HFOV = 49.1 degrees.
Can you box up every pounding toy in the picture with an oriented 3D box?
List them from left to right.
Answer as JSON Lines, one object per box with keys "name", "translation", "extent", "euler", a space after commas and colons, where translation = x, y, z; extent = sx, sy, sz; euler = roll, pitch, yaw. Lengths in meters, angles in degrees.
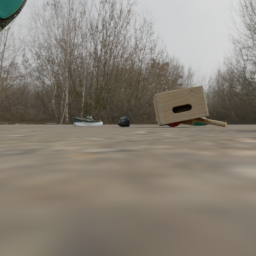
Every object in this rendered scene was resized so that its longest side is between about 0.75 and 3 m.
{"name": "pounding toy", "translation": [1.977, -0.556, 9.452], "extent": [2.013, 1.431, 1.853], "euler": [-10, -1, 4]}

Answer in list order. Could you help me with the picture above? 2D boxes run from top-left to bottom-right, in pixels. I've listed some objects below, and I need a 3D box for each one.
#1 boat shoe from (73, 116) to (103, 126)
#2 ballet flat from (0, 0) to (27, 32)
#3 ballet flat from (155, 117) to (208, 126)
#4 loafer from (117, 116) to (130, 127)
{"name": "boat shoe", "translation": [-1.902, -0.334, 13.458], "extent": [1.425, 0.505, 0.514], "euler": [0, 1, -25]}
{"name": "ballet flat", "translation": [-4.305, -3.609, 9.168], "extent": [2.654, 0.985, 0.985], "euler": [-42, 4, -3]}
{"name": "ballet flat", "translation": [2.890, -0.629, 14.984], "extent": [2.852, 0.908, 0.961], "euler": [-1, -22, 13]}
{"name": "loafer", "translation": [-0.222, -0.250, 10.787], "extent": [0.446, 0.449, 1.235], "euler": [-5, 0, -7]}
